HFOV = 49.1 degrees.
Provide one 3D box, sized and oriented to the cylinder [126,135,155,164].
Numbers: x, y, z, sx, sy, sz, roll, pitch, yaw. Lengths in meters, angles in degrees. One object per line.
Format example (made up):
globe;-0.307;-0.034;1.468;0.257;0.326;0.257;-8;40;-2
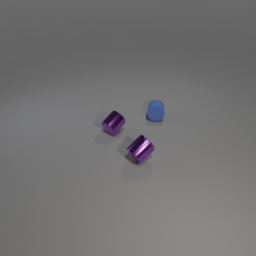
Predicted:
cylinder;0.421;0.697;9.276;0.700;0.700;0.700;-44;46;-9

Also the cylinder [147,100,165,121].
cylinder;1.181;-0.749;11.777;0.700;0.700;0.700;3;29;5

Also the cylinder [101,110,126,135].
cylinder;-0.562;-0.196;10.811;0.700;0.700;0.700;26;65;35
